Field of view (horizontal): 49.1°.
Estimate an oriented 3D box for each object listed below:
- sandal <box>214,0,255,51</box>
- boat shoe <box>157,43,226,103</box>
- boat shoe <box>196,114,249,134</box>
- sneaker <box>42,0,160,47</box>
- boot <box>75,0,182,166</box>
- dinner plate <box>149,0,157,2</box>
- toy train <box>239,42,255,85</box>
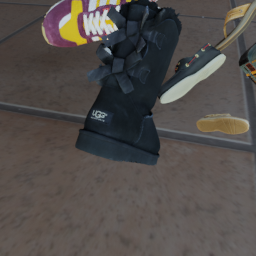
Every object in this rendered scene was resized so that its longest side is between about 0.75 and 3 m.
[{"bbox_3d":[2.676,-2.692,6.515,0.564,2.087,0.838,39,36,4],"label":"sandal"},{"bbox_3d":[1.202,-1.107,5.687,1.710,0.626,0.536,-37,73,-15],"label":"boat shoe"},{"bbox_3d":[2.041,-0.141,5.989,1.130,0.417,0.391,5,37,42],"label":"boat shoe"},{"bbox_3d":[-0.546,-2.597,6.627,2.917,1.093,1.314,-30,38,-29],"label":"sneaker"},{"bbox_3d":[0.212,-0.560,4.584,0.986,2.182,2.663,19,-1,21],"label":"boot"},{"bbox_3d":[1.378,-4.656,8.842,2.622,0.318,2.622,-37,14,11],"label":"dinner plate"},{"bbox_3d":[3.396,-1.327,5.902,1.607,1.201,2.819,46,7,2],"label":"toy train"}]
